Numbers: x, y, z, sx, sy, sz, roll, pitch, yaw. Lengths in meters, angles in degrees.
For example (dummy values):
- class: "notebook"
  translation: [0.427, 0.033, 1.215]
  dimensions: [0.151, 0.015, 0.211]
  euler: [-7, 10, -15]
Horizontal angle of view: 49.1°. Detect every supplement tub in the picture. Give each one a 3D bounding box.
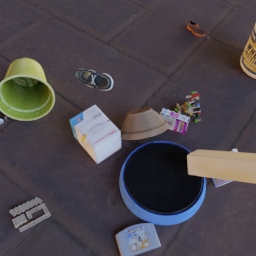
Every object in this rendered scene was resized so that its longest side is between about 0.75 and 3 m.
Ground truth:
- class: "supplement tub"
  translation: [5.941, -3.472, 11.451]
  dimensions: [1.915, 2.652, 1.915]
  euler: [0, 55, 0]

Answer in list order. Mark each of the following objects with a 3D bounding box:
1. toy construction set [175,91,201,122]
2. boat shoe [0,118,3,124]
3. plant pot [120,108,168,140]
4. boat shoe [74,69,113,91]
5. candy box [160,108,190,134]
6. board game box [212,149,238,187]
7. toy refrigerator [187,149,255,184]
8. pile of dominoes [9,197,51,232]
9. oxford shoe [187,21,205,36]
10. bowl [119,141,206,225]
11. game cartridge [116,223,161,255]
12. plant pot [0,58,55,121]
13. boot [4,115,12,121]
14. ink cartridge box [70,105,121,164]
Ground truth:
- class: "toy construction set"
  translation: [2.253, -0.849, 10.653]
  dimensions: [0.855, 1.113, 0.928]
  euler: [-12, 47, -2]
- class: "boat shoe"
  translation: [-5.274, -0.302, 10.633]
  dimensions: [1.071, 0.395, 0.366]
  euler: [-9, 69, 5]
- class: "plant pot"
  translation: [0.498, -0.225, 9.770]
  dimensions: [1.704, 0.786, 1.704]
  euler: [-12, 13, 3]
- class: "boat shoe"
  translation: [-1.127, -1.552, 8.977]
  dimensions: [1.526, 0.577, 0.460]
  euler: [19, 14, 39]
- class: "candy box"
  translation: [1.691, -0.254, 10.393]
  dimensions: [1.062, 0.724, 0.324]
  euler: [21, 55, 13]
- class: "board game box"
  translation: [3.094, 1.284, 8.859]
  dimensions: [0.214, 1.250, 0.840]
  euler: [-6, 67, -32]
- class: "toy refrigerator"
  translation: [2.783, 1.089, 8.064]
  dimensions: [1.990, 0.696, 0.755]
  euler: [2, 11, 40]
- class: "pile of dominoes"
  translation: [-3.062, 2.692, 8.748]
  dimensions: [1.050, 0.167, 0.819]
  euler: [-24, 58, -26]
- class: "oxford shoe"
  translation: [3.376, -4.914, 13.842]
  dimensions: [0.389, 0.396, 1.093]
  euler: [-35, 62, -22]
- class: "bowl"
  translation: [1.123, 1.656, 9.135]
  dimensions: [2.847, 0.559, 2.847]
  euler: [-1, 54, 1]
- class: "game cartridge"
  translation: [0.277, 3.273, 8.250]
  dimensions: [1.195, 0.248, 0.796]
  euler: [-15, 61, -10]
- class: "plant pot"
  translation: [-3.931, -1.666, 10.792]
  dimensions: [2.061, 2.061, 1.895]
  euler: [-11, 45, -8]
- class: "boot"
  translation: [-4.789, -0.701, 10.927]
  dimensions: [0.733, 0.356, 0.973]
  euler: [9, 52, 5]
- class: "ink cartridge box"
  translation: [-1.113, 0.221, 9.827]
  dimensions: [1.104, 1.098, 1.504]
  euler: [-33, 61, -21]
